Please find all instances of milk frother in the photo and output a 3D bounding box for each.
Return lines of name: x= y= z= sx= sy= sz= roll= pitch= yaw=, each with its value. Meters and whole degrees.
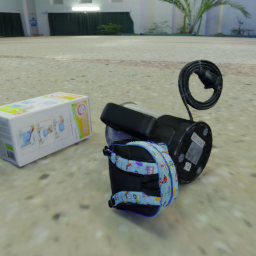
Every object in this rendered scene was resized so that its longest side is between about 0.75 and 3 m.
milk frother: x=0.769 y=-0.314 z=6.193 sx=2.115 sy=2.029 sz=2.248 roll=21 pitch=64 yaw=43

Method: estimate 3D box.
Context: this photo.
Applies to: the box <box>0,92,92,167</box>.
box: x=-2.226 y=-0.101 z=7.306 sx=1.306 sy=1.177 sz=2.322 roll=13 pitch=25 yaw=38

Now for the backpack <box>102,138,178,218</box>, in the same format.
backpack: x=0.299 y=0.798 z=4.691 sx=0.944 sy=1.280 sz=1.403 roll=-5 pitch=-1 yaw=-33
